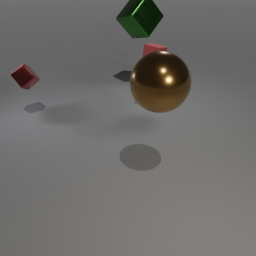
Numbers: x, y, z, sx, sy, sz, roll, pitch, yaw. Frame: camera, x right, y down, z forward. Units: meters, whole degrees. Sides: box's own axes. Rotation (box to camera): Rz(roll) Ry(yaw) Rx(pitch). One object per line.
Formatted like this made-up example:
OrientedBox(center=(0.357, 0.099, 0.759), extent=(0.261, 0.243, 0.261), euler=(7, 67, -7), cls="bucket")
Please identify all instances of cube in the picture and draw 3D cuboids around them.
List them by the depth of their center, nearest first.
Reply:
OrientedBox(center=(1.055, -2.930, 11.145), extent=(0.700, 0.700, 0.700), euler=(24, 28, 27), cls="cube")
OrientedBox(center=(-4.121, -2.046, 11.290), extent=(0.700, 0.700, 0.700), euler=(-40, 1, 1), cls="cube")
OrientedBox(center=(0.569, -5.380, 13.616), extent=(1.400, 1.400, 1.400), euler=(21, 74, 53), cls="cube")

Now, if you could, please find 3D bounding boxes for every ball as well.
OrientedBox(center=(0.740, -1.044, 6.440), extent=(1.400, 1.400, 1.400), euler=(0, 29, 0), cls="ball")
